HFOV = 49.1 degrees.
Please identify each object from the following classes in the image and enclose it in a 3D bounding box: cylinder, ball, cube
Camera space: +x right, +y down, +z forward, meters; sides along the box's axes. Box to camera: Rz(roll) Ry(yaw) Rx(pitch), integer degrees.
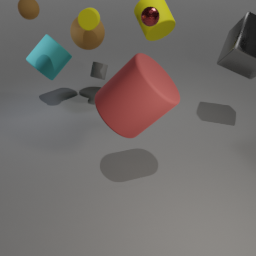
[{"bbox_3d":[0.206,-0.707,6.346,1.400,1.400,1.400,36,32,-26],"label":"cylinder"},{"bbox_3d":[-1.651,-3.923,11.465,1.400,1.400,1.400,0,30,0],"label":"ball"},{"bbox_3d":[-1.366,-3.851,9.883,0.700,0.700,0.700,0,27,1],"label":"cylinder"},{"bbox_3d":[-1.336,-2.643,12.911,0.700,0.700,0.700,13,10,-2],"label":"cylinder"},{"bbox_3d":[0.830,-4.148,10.429,0.700,0.700,0.700,0,30,0],"label":"ball"},{"bbox_3d":[-3.303,-3.969,9.302,0.700,0.700,0.700,0,30,0],"label":"ball"},{"bbox_3d":[1.150,-4.768,12.146,1.400,1.400,1.400,-17,77,-27],"label":"cylinder"},{"bbox_3d":[4.099,-2.702,9.420,1.400,1.400,1.400,24,-8,-2],"label":"cube"},{"bbox_3d":[-3.390,-3.031,12.096,1.400,1.400,1.400,-50,40,1],"label":"cylinder"}]
